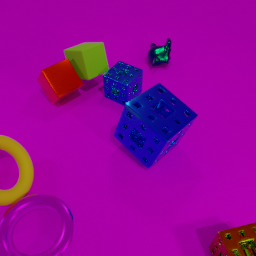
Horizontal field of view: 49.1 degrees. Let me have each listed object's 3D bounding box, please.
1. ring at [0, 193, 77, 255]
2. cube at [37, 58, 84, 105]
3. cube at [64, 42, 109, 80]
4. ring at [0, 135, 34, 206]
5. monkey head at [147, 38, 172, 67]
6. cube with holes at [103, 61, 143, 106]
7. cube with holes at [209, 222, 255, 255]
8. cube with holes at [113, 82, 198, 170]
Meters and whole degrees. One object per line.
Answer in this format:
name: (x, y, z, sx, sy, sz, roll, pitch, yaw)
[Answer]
ring: (-2.021, 2.269, 6.136, 1.783, 0.357, 1.783, 1, 51, -1)
cube: (-2.169, -1.464, 8.922, 0.963, 0.963, 0.963, -34, 96, -26)
cube: (-1.344, -2.204, 9.154, 0.944, 0.944, 0.944, 14, 37, 40)
ring: (-3.014, 0.979, 6.692, 0.346, 1.728, 1.728, -25, 42, 28)
monkey head: (1.163, -2.819, 10.326, 0.853, 1.018, 1.415, 3, 45, -3)
cube with holes: (-0.157, -1.452, 9.181, 0.928, 0.928, 0.928, 26, 54, 21)
cube with holes: (2.323, 2.587, 5.648, 0.901, 0.901, 0.901, -10, 49, -9)
cube with holes: (0.686, -0.059, 7.361, 1.355, 1.355, 1.355, 43, 53, 16)
